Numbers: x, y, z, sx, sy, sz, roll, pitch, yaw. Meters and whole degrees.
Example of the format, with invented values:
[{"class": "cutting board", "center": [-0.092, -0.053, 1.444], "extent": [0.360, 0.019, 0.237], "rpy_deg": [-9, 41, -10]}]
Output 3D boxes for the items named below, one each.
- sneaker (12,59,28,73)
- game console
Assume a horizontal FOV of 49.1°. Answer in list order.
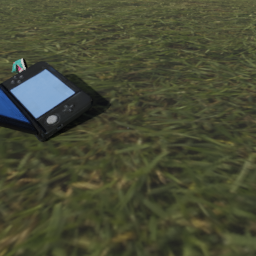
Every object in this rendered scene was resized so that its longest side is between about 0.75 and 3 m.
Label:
[{"class": "sneaker", "center": [-3.806, -1.964, 9.891], "extent": [0.535, 0.887, 0.371], "rpy_deg": [-9, 23, 3]}, {"class": "game console", "center": [-2.897, -1.147, 7.428], "extent": [2.636, 1.744, 2.997], "rpy_deg": [-37, 53, -19]}]
